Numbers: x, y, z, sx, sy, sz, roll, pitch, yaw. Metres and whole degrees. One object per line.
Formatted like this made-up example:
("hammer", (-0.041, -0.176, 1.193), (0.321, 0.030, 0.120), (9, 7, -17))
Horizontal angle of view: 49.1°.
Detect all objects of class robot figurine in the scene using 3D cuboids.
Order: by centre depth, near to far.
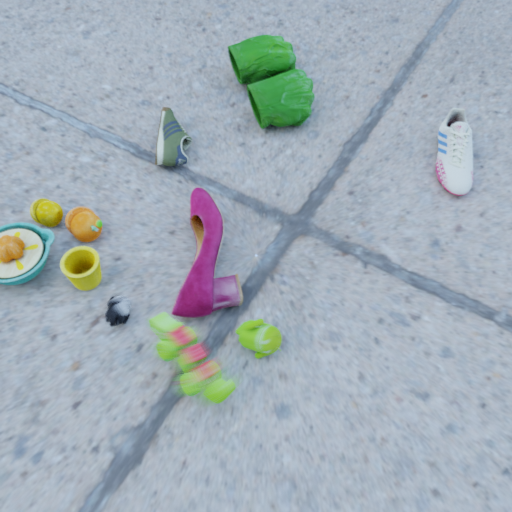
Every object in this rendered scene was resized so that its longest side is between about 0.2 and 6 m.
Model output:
("robot figurine", (0.064, 1.419, 9.800), (0.885, 0.776, 0.512), (11, 38, 39))
("robot figurine", (-2.513, 1.001, 10.201), (0.372, 0.448, 0.596), (15, 43, 1))

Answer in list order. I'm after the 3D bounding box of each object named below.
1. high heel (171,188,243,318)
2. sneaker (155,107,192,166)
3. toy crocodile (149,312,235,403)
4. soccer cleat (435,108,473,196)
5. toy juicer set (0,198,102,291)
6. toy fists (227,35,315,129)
("high heel", (-1.238, -0.121, 10.762), (1.326, 0.931, 2.765), (-9, 68, -19))
("sneaker", (-1.854, -2.696, 12.843), (0.790, 0.590, 1.759), (6, 52, -9))
("toy crocodile", (-1.101, 1.674, 9.348), (0.647, 0.592, 1.916), (-22, 61, -40))
("soccer cleat", (4.378, -2.348, 12.319), (0.758, 0.937, 2.171), (4, 55, 3))
("toy juicer set", (-4.660, -0.342, 10.898), (3.435, 0.935, 2.185), (-3, 55, -1))
("toy fists", (0.430, -4.283, 13.682), (1.517, 1.023, 2.976), (-19, 58, -4))
